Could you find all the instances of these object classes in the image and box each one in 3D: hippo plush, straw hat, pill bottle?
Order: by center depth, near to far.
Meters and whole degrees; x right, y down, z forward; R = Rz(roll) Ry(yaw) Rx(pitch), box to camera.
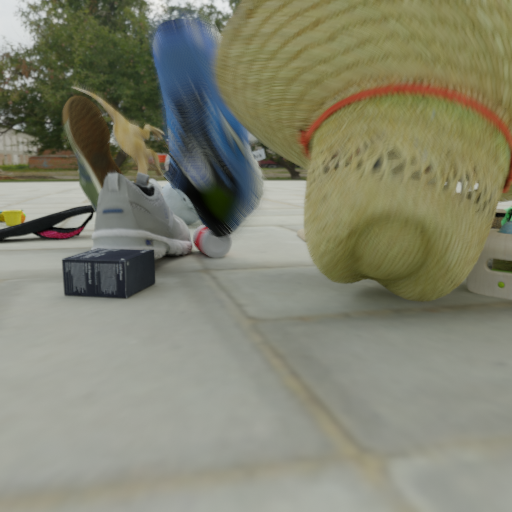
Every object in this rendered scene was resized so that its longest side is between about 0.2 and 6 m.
[{"bbox_3d":[1.365,-0.618,5.443,4.553,1.927,4.553,13,-14,3],"label":"straw hat"},{"bbox_3d":[-0.700,-0.245,8.557,0.463,0.463,0.824,-3,9,-20],"label":"pill bottle"},{"bbox_3d":[-1.069,-1.445,13.017,2.615,2.083,2.103,-19,33,24],"label":"hippo plush"}]

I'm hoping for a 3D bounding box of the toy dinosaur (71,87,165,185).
[{"bbox_3d":[-2.017,-1.932,9.008,0.613,2.107,1.065,-32,-6,21],"label":"toy dinosaur"}]

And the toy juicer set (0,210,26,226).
[{"bbox_3d":[-6.250,-0.971,12.878,1.857,0.505,1.182,-2,10,-7],"label":"toy juicer set"}]

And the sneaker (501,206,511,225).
[{"bbox_3d":[3.986,-0.384,8.088,1.395,1.211,3.149,-7,-1,27],"label":"sneaker"}]

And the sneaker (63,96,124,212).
[{"bbox_3d":[-2.681,-1.478,9.093,0.675,2.012,0.903,-24,-2,-38],"label":"sneaker"}]

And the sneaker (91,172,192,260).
[{"bbox_3d":[-1.521,-0.593,8.103,1.090,1.196,2.917,1,4,0],"label":"sneaker"}]

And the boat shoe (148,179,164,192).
[{"bbox_3d":[-2.760,-1.522,14.730,1.036,0.986,2.877,7,11,36],"label":"boat shoe"}]

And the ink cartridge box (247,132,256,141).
[{"bbox_3d":[0.110,-2.852,11.752,1.056,0.442,0.766,-18,55,-37],"label":"ink cartridge box"}]

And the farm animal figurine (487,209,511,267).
[{"bbox_3d":[2.732,-0.457,8.094,1.758,0.927,1.778,11,39,10],"label":"farm animal figurine"}]

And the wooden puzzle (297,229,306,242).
[{"bbox_3d":[1.409,-0.429,10.429,1.178,0.219,1.090,-1,10,-5],"label":"wooden puzzle"}]

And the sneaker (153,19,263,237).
[{"bbox_3d":[-0.590,-1.479,7.024,1.114,2.835,1.264,-7,33,17],"label":"sneaker"}]

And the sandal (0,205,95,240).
[{"bbox_3d":[-3.780,-0.505,10.399,2.374,0.535,0.892,-20,11,-21],"label":"sandal"}]

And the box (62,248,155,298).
[{"bbox_3d":[-1.582,0.174,6.110,0.719,0.411,0.790,1,9,13],"label":"box"}]

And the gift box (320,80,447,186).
[{"bbox_3d":[1.547,-1.622,6.612,1.403,1.386,1.502,13,16,-26],"label":"gift box"}]

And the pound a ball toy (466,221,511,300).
[{"bbox_3d":[2.987,0.104,5.370,1.221,0.796,1.873,-9,12,-44],"label":"pound a ball toy"}]
